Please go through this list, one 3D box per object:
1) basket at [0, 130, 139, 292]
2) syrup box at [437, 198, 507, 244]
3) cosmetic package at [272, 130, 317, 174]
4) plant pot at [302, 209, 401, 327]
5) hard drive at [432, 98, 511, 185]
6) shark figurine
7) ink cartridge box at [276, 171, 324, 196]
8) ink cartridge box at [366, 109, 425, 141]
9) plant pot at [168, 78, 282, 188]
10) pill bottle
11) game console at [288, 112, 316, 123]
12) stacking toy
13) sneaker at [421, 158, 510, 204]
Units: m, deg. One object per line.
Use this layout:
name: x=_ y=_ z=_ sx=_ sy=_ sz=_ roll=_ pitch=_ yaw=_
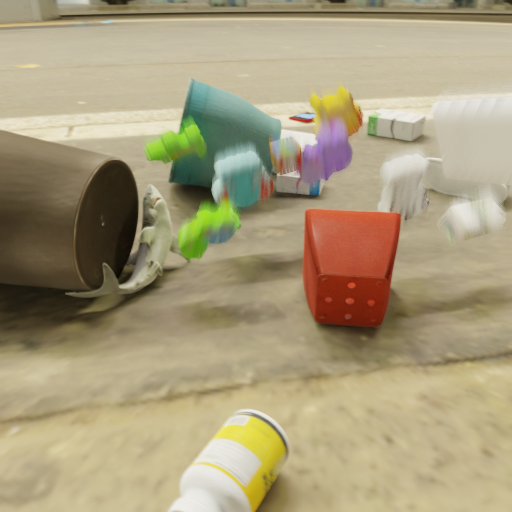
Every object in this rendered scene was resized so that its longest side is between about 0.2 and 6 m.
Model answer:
basket: x=-3.635 y=-0.719 z=8.120 sx=3.376 sy=2.296 sz=3.044 roll=10 pitch=32 yaw=10
syrup box: x=3.046 y=-0.503 z=7.915 sx=0.944 sy=0.385 sz=0.372 roll=-14 pitch=58 yaw=-32
cosmetic package: x=0.627 y=-2.447 z=13.064 sx=1.431 sy=0.490 sz=1.898 roll=17 pitch=33 yaw=26
plant pot: x=1.232 y=0.237 z=7.409 sx=1.274 sy=1.275 sz=1.124 roll=3 pitch=40 yaw=6
hard drive: x=2.651 y=-1.302 z=6.397 sx=0.184 sy=0.958 sz=1.452 roll=-25 pitch=21 yaw=-18
shark figurine: x=-1.800 y=0.093 z=8.316 sx=0.885 sy=1.267 sz=2.120 roll=-11 pitch=39 yaw=33
ink cartridge box: x=0.905 y=-1.558 z=11.516 sx=0.909 sy=0.385 sz=0.657 roll=5 pitch=29 yaw=12
ink cartridge box: x=3.743 y=-3.509 z=14.993 sx=1.284 sy=0.539 sz=0.937 roll=18 pitch=33 yaw=30
plant pot: x=-0.599 y=-2.291 z=11.363 sx=1.983 sy=2.110 sz=2.110 roll=12 pitch=27 yaw=-10
pill bottle: x=-0.232 y=1.904 z=4.769 sx=0.649 sy=0.649 sz=1.158 roll=15 pitch=32 yaw=25
game console: x=1.493 y=-4.106 z=16.548 sx=0.772 sy=0.136 sz=0.873 roll=24 pitch=36 yaw=37
stacking toy: x=0.393 y=-1.358 z=8.946 sx=3.958 sy=0.930 sz=2.985 roll=-16 pitch=40 yaw=-8
sneaker: x=4.261 y=-1.601 z=11.388 sx=1.870 sy=0.661 sz=0.927 roll=25 pitch=35 yaw=29
